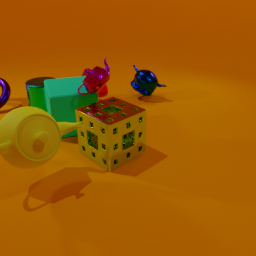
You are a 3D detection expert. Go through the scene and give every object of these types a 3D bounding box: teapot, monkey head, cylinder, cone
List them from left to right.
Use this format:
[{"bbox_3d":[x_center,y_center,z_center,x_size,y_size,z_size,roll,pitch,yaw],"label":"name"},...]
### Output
[{"bbox_3d":[-1.864,0.175,5.691,2.079,1.293,1.018,-20,11,-40],"label":"teapot"},{"bbox_3d":[-2.748,-1.026,9.201,1.062,1.062,1.062,1,27,0],"label":"cylinder"},{"bbox_3d":[-1.528,-1.224,9.665,1.197,1.197,1.202,24,58,38],"label":"cone"},{"bbox_3d":[-0.825,-1.289,7.149,1.210,0.593,0.752,-48,7,-13],"label":"teapot"},{"bbox_3d":[0.683,-1.683,10.434,1.502,0.905,1.080,35,10,13],"label":"monkey head"}]

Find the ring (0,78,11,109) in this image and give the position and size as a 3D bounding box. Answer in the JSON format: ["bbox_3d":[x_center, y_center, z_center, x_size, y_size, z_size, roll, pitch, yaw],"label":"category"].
[{"bbox_3d":[-4.694,-1.142,9.551,1.403,0.281,1.403,-2,64,5],"label":"ring"}]

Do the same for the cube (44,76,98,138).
[{"bbox_3d":[-1.636,-0.639,8.123,1.291,1.291,1.291,-9,33,-19],"label":"cube"}]

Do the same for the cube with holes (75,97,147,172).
[{"bbox_3d":[-0.403,0.093,6.922,1.210,1.210,1.210,-24,36,-38],"label":"cube with holes"}]
